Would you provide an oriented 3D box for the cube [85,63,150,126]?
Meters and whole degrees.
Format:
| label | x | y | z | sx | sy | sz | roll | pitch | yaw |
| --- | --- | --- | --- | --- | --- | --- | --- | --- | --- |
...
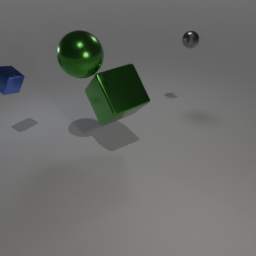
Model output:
| label | x | y | z | sx | sy | sz | roll | pitch | yaw |
| --- | --- | --- | --- | --- | --- | --- | --- | --- | --- |
| cube | -0.380 | -1.070 | 9.231 | 1.400 | 1.400 | 1.400 | -23 | -4 | -26 |

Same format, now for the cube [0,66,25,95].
| label | x | y | z | sx | sy | sz | roll | pitch | yaw |
| --- | --- | --- | --- | --- | --- | --- | --- | --- | --- |
| cube | -4.122 | -1.641 | 9.590 | 0.700 | 0.700 | 0.700 | 38 | 27 | 13 |

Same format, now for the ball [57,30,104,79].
| label | x | y | z | sx | sy | sz | roll | pitch | yaw |
| --- | --- | --- | --- | --- | --- | --- | --- | --- | --- |
| ball | -1.424 | -2.194 | 8.409 | 1.400 | 1.400 | 1.400 | 0 | 30 | 0 |

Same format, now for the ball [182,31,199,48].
| label | x | y | z | sx | sy | sz | roll | pitch | yaw |
| --- | --- | --- | --- | --- | --- | --- | --- | --- | --- |
| ball | 2.581 | -3.639 | 11.534 | 0.700 | 0.700 | 0.700 | 0 | 30 | 0 |
